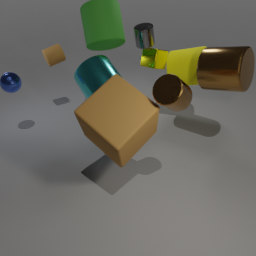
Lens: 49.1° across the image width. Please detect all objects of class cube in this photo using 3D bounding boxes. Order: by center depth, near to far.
[{"bbox_3d":[-0.226,-0.144,6.850,1.400,1.400,1.400,40,73,18],"label":"cube"},{"bbox_3d":[0.980,-2.612,10.498,0.700,0.700,0.700,23,22,38],"label":"cube"}]

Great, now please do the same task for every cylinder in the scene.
[{"bbox_3d":[0.995,-0.767,6.227,0.700,0.700,0.700,21,2,31],"label":"cylinder"},{"bbox_3d":[3.155,-1.904,9.056,1.400,1.400,1.400,11,31,39],"label":"cylinder"},{"bbox_3d":[-0.887,-1.480,9.470,1.400,1.400,1.400,-22,68,-32],"label":"cylinder"},{"bbox_3d":[-0.887,-3.615,9.915,1.400,1.400,1.400,-10,2,0],"label":"cylinder"},{"bbox_3d":[0.594,-3.328,10.111,0.700,0.700,0.700,-7,40,6],"label":"cylinder"},{"bbox_3d":[2.364,-2.351,10.838,1.400,1.400,1.400,-1,27,27],"label":"cylinder"},{"bbox_3d":[-2.957,-2.908,11.193,0.700,0.700,0.700,-29,38,-15],"label":"cylinder"}]

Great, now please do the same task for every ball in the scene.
[{"bbox_3d":[-3.987,-1.543,9.518,0.700,0.700,0.700,0,31,0],"label":"ball"}]
